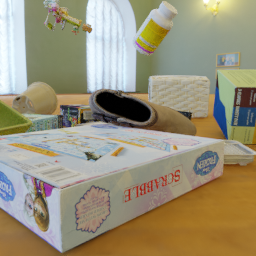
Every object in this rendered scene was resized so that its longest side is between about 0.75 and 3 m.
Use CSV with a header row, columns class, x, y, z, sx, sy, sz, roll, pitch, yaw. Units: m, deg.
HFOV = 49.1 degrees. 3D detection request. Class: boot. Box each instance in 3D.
class,x,y,z,sx,sy,sz,roll,pitch,yaw
boot,0.379,-0.209,5.767,2.434,0.855,1.780,13,-1,2

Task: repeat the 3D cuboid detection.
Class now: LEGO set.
class,x,y,z,sx,sy,sz,roll,pitch,yaw
LEGO set,-2.313,-3.841,10.284,1.015,0.821,2.205,15,-2,32

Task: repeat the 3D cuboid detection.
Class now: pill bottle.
class,x,y,z,sx,sy,sz,roll,pitch,yaw
pill bottle,0.513,-1.868,5.273,0.491,0.491,0.941,-9,-31,-45

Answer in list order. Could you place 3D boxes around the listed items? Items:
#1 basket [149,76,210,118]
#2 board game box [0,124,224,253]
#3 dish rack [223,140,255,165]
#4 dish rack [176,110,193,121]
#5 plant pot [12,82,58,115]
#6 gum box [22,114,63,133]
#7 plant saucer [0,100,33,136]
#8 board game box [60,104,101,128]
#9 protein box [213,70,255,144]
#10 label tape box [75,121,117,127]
class,x,y,z,sx,sy,sz,roll,pitch,yaw
basket,2.161,-1.347,11.955,2.589,1.755,1.597,1,11,5
board game box,-0.528,0.436,3.964,2.729,0.562,2.723,8,12,44
dish rack,1.645,0.439,5.050,0.996,0.253,1.161,1,8,1
dish rack,1.533,-0.406,10.276,1.393,0.380,1.068,-5,9,-28
plant pot,-3.801,-0.973,11.145,1.502,1.502,1.375,2,20,13
gum box,-3.094,-0.048,7.422,1.926,0.505,2.267,2,9,11
plant saucer,-3.448,-0.034,5.257,2.405,0.577,2.408,27,29,37
board game box,-0.673,-0.407,9.101,2.583,0.732,2.135,-5,8,-28
protein box,3.329,-0.591,6.857,1.997,1.347,1.982,1,22,5
label tape box,-0.818,0.070,6.958,1.293,0.409,0.932,6,11,35
